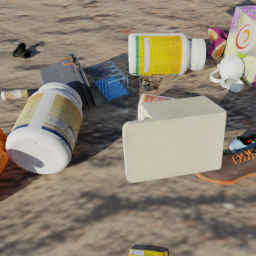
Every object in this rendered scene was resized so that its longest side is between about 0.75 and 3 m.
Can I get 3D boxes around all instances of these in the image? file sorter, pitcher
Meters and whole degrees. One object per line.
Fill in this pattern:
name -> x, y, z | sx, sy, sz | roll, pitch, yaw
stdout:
file sorter -> -0.639, -1.771, 10.436 | 0.897, 0.793, 1.293 | -21, 48, -19
pitcher -> 3.801, -2.177, 10.772 | 1.270, 0.897, 1.480 | 15, 54, 0

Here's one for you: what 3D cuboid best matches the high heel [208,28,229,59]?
high heel -> 3.746, -3.868, 12.422 | 1.280, 0.898, 2.668 | 32, 47, 16

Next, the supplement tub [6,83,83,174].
supplement tub -> -2.248, -0.056, 8.023 | 1.692, 1.692, 2.344 | 3, 44, 4

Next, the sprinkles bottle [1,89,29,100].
sprinkles bottle -> -4.112, -1.222, 10.210 | 0.911, 0.311, 0.311 | -8, 45, -9

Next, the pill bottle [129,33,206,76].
pill bottle -> 1.474, -2.879, 10.998 | 2.861, 1.613, 1.613 | -1, 44, -1

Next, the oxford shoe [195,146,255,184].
oxford shoe -> 3.056, 0.882, 7.601 | 2.529, 0.917, 0.900 | -6, 44, -6

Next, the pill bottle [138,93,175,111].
pill bottle -> 1.140, -0.616, 9.207 | 1.501, 0.842, 0.842 | 11, 45, 12

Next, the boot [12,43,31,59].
boot -> -4.608, -3.426, 12.435 | 0.698, 0.351, 0.934 | 9, 55, 19

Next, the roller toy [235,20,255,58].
roller toy -> 3.383, -2.371, 7.468 | 0.669, 0.958, 0.874 | 8, 77, -18

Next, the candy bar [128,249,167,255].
candy bar -> 0.440, 2.812, 6.207 | 0.886, 0.098, 0.221 | 4, 44, 4

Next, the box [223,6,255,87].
box -> 5.024, -3.223, 10.926 | 1.193, 2.170, 2.467 | -8, 44, -8

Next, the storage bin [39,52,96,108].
storage bin -> -2.214, -1.573, 9.843 | 1.463, 1.586, 2.179 | -23, 48, -8

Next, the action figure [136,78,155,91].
action figure -> 0.704, -1.651, 10.590 | 0.819, 0.418, 0.486 | 34, 43, 32

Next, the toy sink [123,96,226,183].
toy sink -> 0.791, 0.172, 5.634 | 1.936, 1.262, 1.084 | -8, 25, -9

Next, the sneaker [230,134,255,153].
sneaker -> 3.786, 0.504, 8.182 | 1.454, 0.654, 0.570 | 1, 44, 1

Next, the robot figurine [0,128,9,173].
robot figurine -> -4.134, 1.045, 6.973 | 2.008, 1.628, 2.791 | 23, 44, -5
